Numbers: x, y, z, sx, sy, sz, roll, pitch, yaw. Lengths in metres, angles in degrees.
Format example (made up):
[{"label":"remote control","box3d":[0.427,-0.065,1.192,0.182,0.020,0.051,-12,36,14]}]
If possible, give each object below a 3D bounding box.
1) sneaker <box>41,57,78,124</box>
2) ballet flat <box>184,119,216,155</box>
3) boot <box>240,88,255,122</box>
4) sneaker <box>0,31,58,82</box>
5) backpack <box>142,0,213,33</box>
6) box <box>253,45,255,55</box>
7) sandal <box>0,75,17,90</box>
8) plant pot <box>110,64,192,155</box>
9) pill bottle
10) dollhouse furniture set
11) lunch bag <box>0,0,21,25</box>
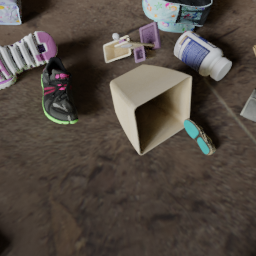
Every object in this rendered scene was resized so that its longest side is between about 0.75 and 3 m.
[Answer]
[{"label":"sneaker","box3d":[-2.156,-1.188,8.614,0.991,1.082,2.582,-8,56,-28]},{"label":"ballet flat","box3d":[2.129,0.235,8.211,0.475,0.428,1.261,-14,60,-36]},{"label":"boot","box3d":[4.500,-0.013,8.024,2.510,0.911,2.282,30,47,11]},{"label":"sneaker","box3d":[-3.853,-2.266,9.324,2.959,1.308,1.190,-23,103,-19]},{"label":"backpack","box3d":[1.726,-4.776,10.599,2.373,1.787,2.107,4,57,-11]},{"label":"box","box3d":[5.335,-2.504,9.999,1.452,0.154,1.187,-7,68,-6]},{"label":"sandal","box3d":[-4.851,-1.455,9.159,2.300,0.565,0.936,-32,62,-22]},{"label":"plant pot","box3d":[0.525,-0.728,8.062,1.891,1.893,1.676,-31,50,-19]},{"label":"pill bottle","box3d":[2.549,-2.430,9.549,1.023,1.023,1.843,-35,63,-21]},{"label":"dollhouse furniture set","box3d":[-0.299,-2.243,9.015,1.636,2.306,1.827,-12,95,-44]},{"label":"lunch bag","box3d":[-5.224,-4.921,11.159,1.781,1.132,1.510,-5,58,-15]}]
